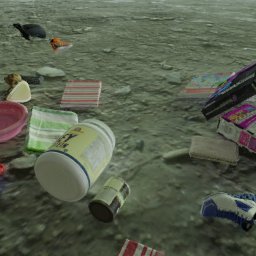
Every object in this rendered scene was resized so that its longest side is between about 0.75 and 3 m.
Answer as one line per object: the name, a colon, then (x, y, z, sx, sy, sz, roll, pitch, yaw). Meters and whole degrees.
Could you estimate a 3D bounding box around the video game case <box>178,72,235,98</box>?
video game case: (3.836, -2.098, 13.525, 1.955, 0.239, 2.734, 3, 30, 34)

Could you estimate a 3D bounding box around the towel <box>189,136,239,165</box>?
towel: (2.970, 0.739, 9.670, 1.630, 0.281, 1.080, 10, 34, 14)

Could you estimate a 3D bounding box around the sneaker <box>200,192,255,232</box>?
sneaker: (2.746, 2.170, 7.200, 1.559, 0.630, 0.900, -3, 32, -7)

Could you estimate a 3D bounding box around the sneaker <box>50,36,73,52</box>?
sneaker: (-2.465, -3.140, 10.317, 0.361, 0.521, 0.930, -23, 7, 37)

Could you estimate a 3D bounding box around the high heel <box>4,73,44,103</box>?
high heel: (-5.457, -1.835, 12.985, 2.018, 1.011, 2.830, 4, 28, 13)

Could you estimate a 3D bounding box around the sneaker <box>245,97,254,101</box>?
sneaker: (5.422, -1.935, 13.291, 0.859, 0.754, 2.145, -7, 35, -6)

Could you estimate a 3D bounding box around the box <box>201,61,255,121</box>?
box: (3.067, -1.142, 7.900, 0.407, 1.612, 2.254, 51, 39, -6)

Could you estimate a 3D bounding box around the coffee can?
coffee can: (-0.479, 1.899, 7.495, 0.740, 0.740, 1.011, 15, 36, 21)

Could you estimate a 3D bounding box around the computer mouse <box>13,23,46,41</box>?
computer mouse: (-3.425, -3.548, 10.188, 0.877, 0.334, 1.267, 46, 29, 9)

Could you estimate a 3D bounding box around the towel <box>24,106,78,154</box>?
towel: (-2.700, 0.066, 10.191, 1.915, 0.394, 2.568, 5, 32, -18)

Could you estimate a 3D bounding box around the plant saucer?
plant saucer: (-5.136, -0.180, 10.719, 2.583, 0.655, 2.583, 0, 33, 0)

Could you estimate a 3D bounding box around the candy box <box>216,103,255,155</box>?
candy box: (4.801, 0.167, 10.060, 1.759, 0.787, 2.580, -22, 39, -29)

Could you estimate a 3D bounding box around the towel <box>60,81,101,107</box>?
towel: (-2.154, -1.609, 13.215, 1.697, 0.347, 2.319, 0, 36, 0)

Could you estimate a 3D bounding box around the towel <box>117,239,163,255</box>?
towel: (0.251, 2.988, 6.440, 0.970, 0.110, 0.699, 14, 35, 20)

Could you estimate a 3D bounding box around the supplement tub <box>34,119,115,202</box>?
supplement tub: (-1.447, 0.855, 8.272, 1.622, 1.622, 2.237, 13, 35, 18)

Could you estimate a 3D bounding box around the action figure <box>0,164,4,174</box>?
action figure: (-4.196, 1.487, 8.402, 0.656, 0.518, 2.005, -6, 31, -4)

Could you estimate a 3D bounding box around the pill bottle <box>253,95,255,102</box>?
pill bottle: (5.589, -1.237, 10.719, 1.341, 1.341, 2.407, 31, 7, 38)
